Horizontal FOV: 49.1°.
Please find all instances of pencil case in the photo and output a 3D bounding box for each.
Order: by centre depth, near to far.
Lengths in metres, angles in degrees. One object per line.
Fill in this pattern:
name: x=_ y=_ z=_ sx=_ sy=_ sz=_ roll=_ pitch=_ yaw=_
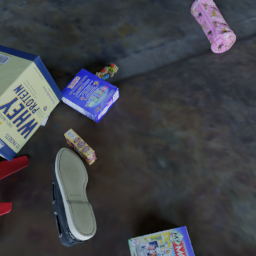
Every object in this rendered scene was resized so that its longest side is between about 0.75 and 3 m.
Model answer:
pencil case: x=3.285 y=-4.063 z=10.907 sx=1.044 sy=0.999 sz=2.413 roll=-13 pitch=64 yaw=-11

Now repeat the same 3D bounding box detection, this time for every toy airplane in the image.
toy airplane: x=-4.163 y=1.759 z=8.105 sx=2.702 sy=0.497 sz=2.702 roll=0 pitch=58 yaw=1

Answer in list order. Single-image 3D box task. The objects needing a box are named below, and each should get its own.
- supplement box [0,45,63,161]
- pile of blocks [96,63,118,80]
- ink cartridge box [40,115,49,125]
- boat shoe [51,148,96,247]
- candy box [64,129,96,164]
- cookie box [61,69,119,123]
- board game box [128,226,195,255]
supplement box: x=-4.009 y=-0.916 z=8.505 sx=2.651 sy=1.780 sz=2.649 roll=21 pitch=64 yaw=27
pile of blocks: x=-0.775 y=-2.052 z=10.252 sx=0.980 sy=0.305 sz=0.402 roll=-38 pitch=68 yaw=-17
ink cartridge box: x=-2.997 y=-0.472 z=9.352 sx=0.609 sy=0.351 sz=1.051 roll=9 pitch=60 yaw=9
boat shoe: x=-1.678 y=1.863 z=7.796 sx=0.967 sy=1.090 sz=2.918 roll=-45 pitch=49 yaw=23
candy box: x=-1.473 y=0.584 z=8.686 sx=1.094 sy=0.638 sz=0.309 roll=40 pitch=69 yaw=19
cookie box: x=-1.305 y=-1.133 z=9.605 sx=1.547 sy=0.581 sz=1.324 roll=31 pitch=68 yaw=15
board game box: x=1.039 y=3.881 z=7.068 sx=1.613 sy=0.349 sz=2.397 roll=-10 pitch=63 yaw=-9
